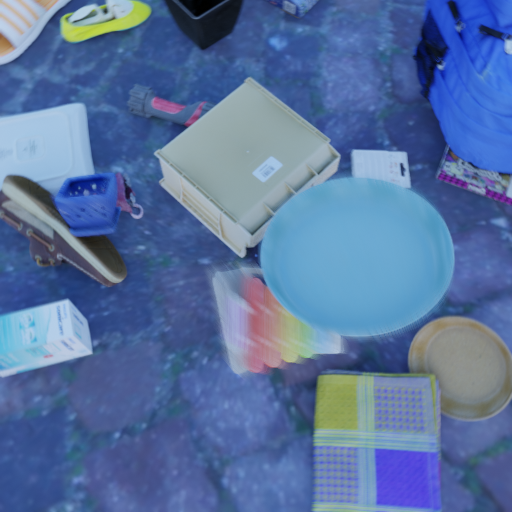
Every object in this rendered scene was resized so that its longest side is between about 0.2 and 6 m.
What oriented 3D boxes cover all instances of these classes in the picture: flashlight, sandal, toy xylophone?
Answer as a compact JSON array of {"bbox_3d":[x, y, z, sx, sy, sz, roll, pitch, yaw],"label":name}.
[{"bbox_3d":[-1.704,-3.110,11.704,1.922,0.653,0.651,20,64,8],"label":"flashlight"},{"bbox_3d":[-5.350,-5.858,12.729,1.338,1.001,3.493,27,69,12],"label":"sandal"},{"bbox_3d":[0.390,0.935,8.903,2.197,0.552,1.608,-1,82,-38],"label":"toy xylophone"}]

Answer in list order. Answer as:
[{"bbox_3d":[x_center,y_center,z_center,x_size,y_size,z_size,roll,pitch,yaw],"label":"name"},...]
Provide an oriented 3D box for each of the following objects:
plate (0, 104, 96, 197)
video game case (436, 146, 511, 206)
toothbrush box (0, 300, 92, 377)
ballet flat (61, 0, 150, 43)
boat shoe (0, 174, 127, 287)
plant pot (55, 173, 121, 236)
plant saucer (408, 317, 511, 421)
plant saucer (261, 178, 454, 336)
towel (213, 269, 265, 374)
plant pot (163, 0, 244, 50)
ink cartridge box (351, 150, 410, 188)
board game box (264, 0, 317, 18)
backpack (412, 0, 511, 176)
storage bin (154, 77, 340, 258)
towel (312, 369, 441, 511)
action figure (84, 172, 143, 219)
[{"bbox_3d":[-4.550,-2.101,11.407,2.286,0.369,2.281,-12,67,-5],"label":"plate"},{"bbox_3d":[4.615,-1.888,11.343,1.579,0.283,1.432,23,65,10],"label":"video game case"},{"bbox_3d":[-3.718,1.400,9.404,1.593,1.166,0.679,-14,67,-8],"label":"toothbrush box"},{"bbox_3d":[-3.425,-5.446,12.717,2.084,0.698,0.696,-22,68,-10],"label":"ballet flat"},{"bbox_3d":[-3.699,-0.273,10.372,2.908,1.049,1.047,38,103,4],"label":"boat shoe"},{"bbox_3d":[-2.875,-0.869,9.799,0.915,0.823,0.915,-7,33,1],"label":"plant pot"},{"bbox_3d":[3.389,1.818,9.217,0.307,1.732,1.732,-13,58,-51],"label":"plant saucer"},{"bbox_3d":[1.466,0.001,8.333,2.777,0.380,2.777,-5,56,7],"label":"plant saucer"},{"bbox_3d":[-0.262,1.047,9.353,0.291,1.117,1.686,-12,87,24],"label":"towel"},{"bbox_3d":[-1.163,-5.499,12.448,1.396,1.239,1.393,-38,72,-15],"label":"plant pot"},{"bbox_3d":[2.497,-1.693,11.303,1.099,0.275,0.885,2,66,-4],"label":"ink cartridge box"},{"bbox_3d":[0.821,-6.850,13.403,1.905,0.587,1.904,33,71,14],"label":"board game box"},{"bbox_3d":[4.834,-3.679,10.333,3.273,3.380,4.028,-3,58,4],"label":"backpack"},{"bbox_3d":[-0.151,-1.699,10.788,2.533,1.196,2.552,42,72,16],"label":"storage bin"},{"bbox_3d":[1.944,3.265,8.997,2.075,0.329,2.890,5,67,3],"label":"towel"},{"bbox_3d":[-2.992,-1.073,10.886,1.320,0.983,0.884,-23,37,7],"label":"action figure"}]
